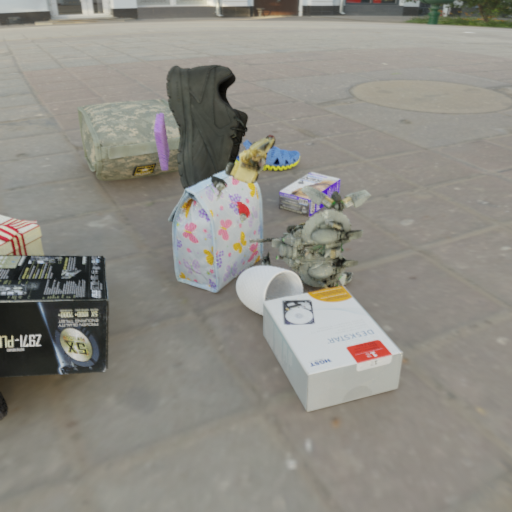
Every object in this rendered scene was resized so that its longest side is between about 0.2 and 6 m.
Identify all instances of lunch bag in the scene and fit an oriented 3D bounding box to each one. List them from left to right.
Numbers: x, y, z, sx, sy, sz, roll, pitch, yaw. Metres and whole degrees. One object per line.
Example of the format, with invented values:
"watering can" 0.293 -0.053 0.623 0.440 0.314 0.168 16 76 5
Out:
"lunch bag" -3.193 -3.038 14.864 2.566 1.839 3.128 -11 26 -19
"lunch bag" -0.718 -0.585 10.331 1.228 1.931 1.638 17 34 27

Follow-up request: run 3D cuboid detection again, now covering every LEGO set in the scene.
"LEGO set" 0.733 -0.382 9.345 3.388 2.200 0.960 24 27 -26

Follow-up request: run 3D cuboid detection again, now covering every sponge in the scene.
"sponge" -2.000 -2.418 11.918 0.161 1.080 0.602 -1 52 -1

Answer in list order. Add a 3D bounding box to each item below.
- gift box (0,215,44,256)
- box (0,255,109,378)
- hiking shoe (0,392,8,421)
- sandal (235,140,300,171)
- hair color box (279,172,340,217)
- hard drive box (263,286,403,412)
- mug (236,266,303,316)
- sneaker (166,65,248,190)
"gift box" -4.600 -0.086 10.114 1.258 1.273 1.363 11 32 19
"box" -3.151 0.758 8.012 1.989 1.046 2.429 1 13 -17
"hiking shoe" -3.969 1.845 7.399 0.941 0.708 1.869 -31 31 -30
"sandal" 0.317 -2.802 15.500 1.864 0.811 0.741 -4 27 -12
"hair color box" 1.299 -1.503 13.475 0.845 0.501 1.546 18 36 29
"hard drive box" 1.048 1.287 8.240 1.414 0.697 1.815 -10 31 -16
"mug" 0.259 0.599 9.469 1.130 0.834 0.991 14 -1 -39
"sneaker" -0.888 -2.382 11.885 1.593 3.510 1.333 -8 6 6
